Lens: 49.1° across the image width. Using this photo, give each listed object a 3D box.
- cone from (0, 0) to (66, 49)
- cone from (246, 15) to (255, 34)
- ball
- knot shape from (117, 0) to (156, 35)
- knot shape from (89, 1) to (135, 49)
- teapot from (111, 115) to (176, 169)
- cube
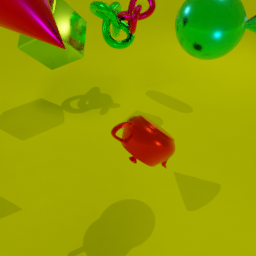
[{"bbox_3d":[-1.619,-1.909,5.037,1.322,1.317,1.317,44,38,-15],"label":"cone"},{"bbox_3d":[2.806,-2.147,5.726,1.089,1.085,1.085,12,36,44],"label":"cone"},{"bbox_3d":[1.391,-1.759,4.776,1.170,1.170,1.170,0,38,0],"label":"ball"},{"bbox_3d":[0.284,-3.701,8.826,1.266,0.625,1.352,-42,43,16],"label":"knot shape"},{"bbox_3d":[-0.433,-3.329,9.134,0.805,1.631,1.743,-27,-5,24],"label":"knot shape"},{"bbox_3d":[0.348,0.310,5.139,1.662,0.814,1.034,29,11,-38],"label":"teapot"},{"bbox_3d":[-2.208,-2.787,8.330,1.367,1.367,1.367,-12,65,30],"label":"cube"}]
